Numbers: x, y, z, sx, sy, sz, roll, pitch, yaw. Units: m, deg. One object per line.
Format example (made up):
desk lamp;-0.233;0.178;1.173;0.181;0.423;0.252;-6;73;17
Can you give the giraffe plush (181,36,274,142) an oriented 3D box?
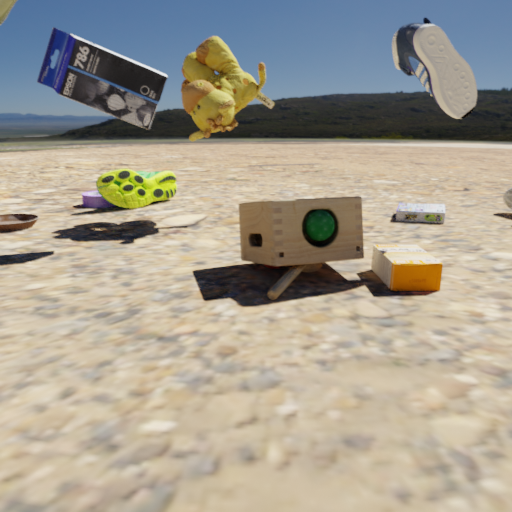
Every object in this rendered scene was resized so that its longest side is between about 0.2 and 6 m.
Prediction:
giraffe plush;-0.928;-3.455;12.465;2.261;1.951;1.833;25;49;8

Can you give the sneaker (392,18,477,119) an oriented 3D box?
sneaker;2.858;-3.063;9.223;0.676;1.678;1.229;-38;23;3

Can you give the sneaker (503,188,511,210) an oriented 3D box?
sneaker;6.302;-1.213;12.874;1.267;0.831;2.203;-4;17;-23

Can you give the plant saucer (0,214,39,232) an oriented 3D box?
plant saucer;-5.407;-0.721;12.240;1.256;0.216;1.256;-1;15;0

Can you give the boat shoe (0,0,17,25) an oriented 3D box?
boat shoe;-2.622;-3.120;6.013;0.542;1.747;0.629;33;17;0

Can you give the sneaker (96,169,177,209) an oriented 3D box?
sneaker;-3.297;-1.786;15.093;1.169;1.036;2.798;-1;5;30

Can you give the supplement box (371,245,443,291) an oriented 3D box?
supplement box;2.241;0.156;8.450;0.736;0.430;1.168;0;14;-4

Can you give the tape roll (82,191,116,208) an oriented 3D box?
tape roll;-4.160;-1.528;15.083;1.009;0.331;1.009;1;14;0

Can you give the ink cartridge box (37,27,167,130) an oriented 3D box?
ink cartridge box;-2.808;-3.211;10.227;2.160;1.074;0.423;18;18;-17

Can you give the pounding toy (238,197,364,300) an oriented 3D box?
pounding toy;0.630;-0.194;8.655;1.761;1.360;1.913;-5;5;-21

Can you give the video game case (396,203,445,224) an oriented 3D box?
video game case;3.894;-1.019;13.244;1.077;0.270;1.188;5;15;17
